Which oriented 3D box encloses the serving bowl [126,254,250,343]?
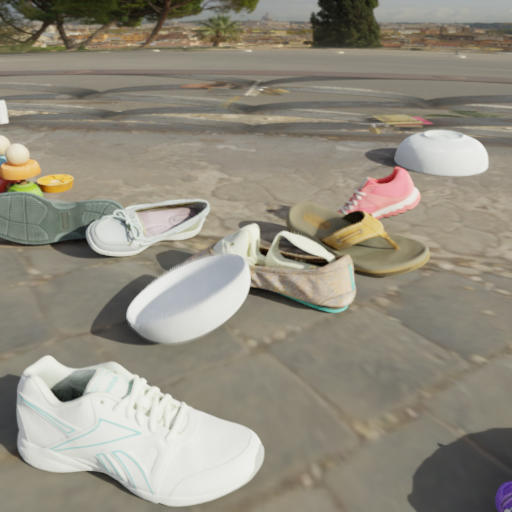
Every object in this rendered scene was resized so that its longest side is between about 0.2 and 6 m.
[{"bbox_3d":[-0.830,0.640,7.562,1.746,0.574,1.746,-21,21,8],"label":"serving bowl"}]

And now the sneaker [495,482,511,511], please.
[{"bbox_3d":[3.057,1.910,4.940,2.124,0.856,0.886,-11,22,-20],"label":"sneaker"}]

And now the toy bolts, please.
[{"bbox_3d":[-5.275,-2.082,12.746,1.832,1.270,1.750,16,30,30],"label":"toy bolts"}]

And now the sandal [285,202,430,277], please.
[{"bbox_3d":[1.617,-0.431,9.578,2.707,0.731,1.087,28,52,33],"label":"sandal"}]

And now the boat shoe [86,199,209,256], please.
[{"bbox_3d":[-1.883,-0.586,9.939,2.257,0.724,0.832,-12,68,-34],"label":"boat shoe"}]

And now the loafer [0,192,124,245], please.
[{"bbox_3d":[-3.720,-0.639,10.444,2.637,0.947,0.829,3,-4,-5],"label":"loafer"}]

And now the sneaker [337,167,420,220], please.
[{"bbox_3d":[2.021,-1.032,10.518,1.986,0.862,0.732,-26,28,4],"label":"sneaker"}]

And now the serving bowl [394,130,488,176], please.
[{"bbox_3d":[4.941,-2.844,14.921,2.408,0.792,2.408,-1,25,0],"label":"serving bowl"}]

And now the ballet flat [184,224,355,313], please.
[{"bbox_3d":[0.170,0.040,8.639,2.898,0.974,0.986,11,25,23],"label":"ballet flat"}]

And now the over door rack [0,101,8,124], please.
[{"bbox_3d":[-8.177,-2.862,14.221,3.402,1.133,2.514,-7,16,39],"label":"over door rack"}]

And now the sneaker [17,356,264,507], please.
[{"bbox_3d":[-1.183,1.616,5.325,2.542,1.019,0.894,7,25,10],"label":"sneaker"}]
